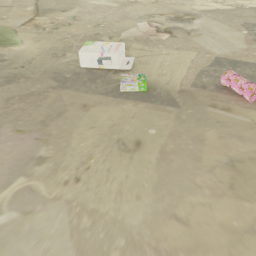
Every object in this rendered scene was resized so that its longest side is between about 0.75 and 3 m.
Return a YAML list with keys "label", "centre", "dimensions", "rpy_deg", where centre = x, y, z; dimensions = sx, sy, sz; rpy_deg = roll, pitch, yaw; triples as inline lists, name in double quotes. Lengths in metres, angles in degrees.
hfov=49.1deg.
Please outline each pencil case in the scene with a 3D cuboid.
- label: "pencil case"
  centre: [3.816, -1.426, 9.482]
  dimensions: [0.618, 0.592, 1.429]
  rpy_deg: [-5, 35, -30]

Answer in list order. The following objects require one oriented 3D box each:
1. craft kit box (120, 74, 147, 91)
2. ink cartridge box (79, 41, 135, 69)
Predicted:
- label: "craft kit box"
  centre: [0.193, -1.638, 10.090]
  dimensions: [0.930, 0.225, 0.918]
  rpy_deg: [-1, 42, 0]
- label: "ink cartridge box"
  centre: [-0.804, -2.931, 11.220]
  dimensions: [2.032, 0.684, 1.190]
  rpy_deg: [5, 39, 8]
